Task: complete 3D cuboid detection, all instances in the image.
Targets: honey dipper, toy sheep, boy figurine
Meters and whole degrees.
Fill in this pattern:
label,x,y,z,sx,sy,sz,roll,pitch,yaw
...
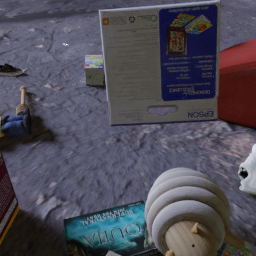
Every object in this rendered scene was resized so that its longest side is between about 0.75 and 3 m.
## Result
label,x,y,z,sx,sy,sz,roll,pitch,yaw
honey dipper,-3.965,-0.995,10.581,0.484,0.484,2.546,-11,32,-15
toy sheep,1.178,1.649,5.515,1.794,1.794,2.602,1,18,1
boy figurine,-4.394,-0.116,8.949,2.502,0.806,1.555,-5,37,-11

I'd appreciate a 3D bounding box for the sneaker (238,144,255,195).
label,x,y,z,sx,sy,sz,roll,pitch,yaw
sneaker,3.350,1.016,7.427,0.782,0.725,1.929,4,33,20

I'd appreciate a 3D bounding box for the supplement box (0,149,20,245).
label,x,y,z,sx,sy,sz,roll,pitch,yaw
supplement box,-3.167,1.186,5.394,1.125,2.626,1.449,3,35,4

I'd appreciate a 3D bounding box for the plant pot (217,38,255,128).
label,x,y,z,sx,sy,sz,roll,pitch,yaw
plant pot,4.071,-1.579,9.762,2.278,2.583,2.585,-1,33,19

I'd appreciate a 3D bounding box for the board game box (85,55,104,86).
label,x,y,z,sx,sy,sz,roll,pitch,yaw
board game box,-1.495,-2.624,12.552,0.804,0.819,1.561,-3,35,-5

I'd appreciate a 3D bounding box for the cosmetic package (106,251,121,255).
label,x,y,z,sx,sy,sz,roll,pitch,yaw
cosmetic package,0.610,3.111,4.045,2.734,0.999,1.416,16,38,21

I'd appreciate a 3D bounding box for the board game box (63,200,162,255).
label,x,y,z,sx,sy,sz,roll,pitch,yaw
board game box,-0.345,2.274,5.908,1.883,0.265,1.273,-10,36,-14

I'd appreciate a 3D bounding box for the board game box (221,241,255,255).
label,x,y,z,sx,sy,sz,roll,pitch,yaw
board game box,2.394,2.737,5.095,1.456,0.266,1.102,17,37,37

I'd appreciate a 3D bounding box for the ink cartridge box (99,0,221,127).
label,x,y,z,sx,sy,sz,roll,pitch,yaw
ink cartridge box,0.786,-1.494,6.836,2.739,2.772,0.651,-2,20,5

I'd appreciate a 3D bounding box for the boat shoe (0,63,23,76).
label,x,y,z,sx,sy,sz,roll,pitch,yaw
boat shoe,-5.690,-2.786,13.070,1.522,0.504,0.532,6,35,9
